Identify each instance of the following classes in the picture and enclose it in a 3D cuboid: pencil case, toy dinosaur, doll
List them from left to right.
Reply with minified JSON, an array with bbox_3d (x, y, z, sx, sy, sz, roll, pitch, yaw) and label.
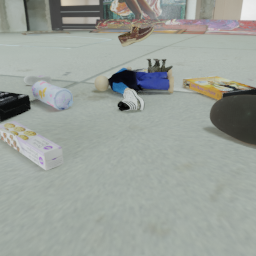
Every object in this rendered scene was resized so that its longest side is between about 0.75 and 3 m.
[{"bbox_3d":[-2.339,-1.030,8.657,1.565,0.650,0.710,23,13,42],"label":"pencil case"},{"bbox_3d":[0.191,-1.656,10.050,2.819,0.683,1.924,0,38,2],"label":"doll"},{"bbox_3d":[1.191,-2.296,11.445,0.777,1.032,2.018,11,18,25],"label":"toy dinosaur"}]

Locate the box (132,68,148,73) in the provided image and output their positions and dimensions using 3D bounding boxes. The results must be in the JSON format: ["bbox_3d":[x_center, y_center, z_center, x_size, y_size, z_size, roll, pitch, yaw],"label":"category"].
[{"bbox_3d":[0.815,-2.367,12.276,1.284,0.310,1.017,-11,25,-23],"label":"box"}]

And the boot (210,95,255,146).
[{"bbox_3d":[3.351,-0.024,6.237,2.997,1.103,1.131,14,-1,35],"label":"boot"}]

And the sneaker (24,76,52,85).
[{"bbox_3d":[-3.673,-1.927,11.237,1.059,0.384,0.604,-6,16,-33],"label":"sneaker"}]

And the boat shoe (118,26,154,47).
[{"bbox_3d":[0.224,-2.966,8.802,1.193,0.429,0.430,-12,42,31],"label":"boat shoe"}]

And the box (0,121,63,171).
[{"bbox_3d":[-2.058,0.305,5.795,0.408,0.381,1.971,-21,31,-41],"label":"box"}]

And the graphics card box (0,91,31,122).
[{"bbox_3d":[-3.955,-0.701,8.064,1.931,0.491,1.212,8,23,22],"label":"graphics card box"}]

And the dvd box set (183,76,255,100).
[{"bbox_3d":[3.266,-1.486,10.153,1.604,0.322,2.192,-9,24,-22],"label":"dvd box set"}]

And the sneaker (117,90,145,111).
[{"bbox_3d":[-0.050,-0.853,8.468,0.700,0.459,1.216,-7,26,-21],"label":"sneaker"}]
